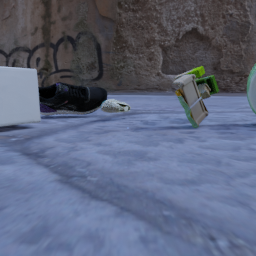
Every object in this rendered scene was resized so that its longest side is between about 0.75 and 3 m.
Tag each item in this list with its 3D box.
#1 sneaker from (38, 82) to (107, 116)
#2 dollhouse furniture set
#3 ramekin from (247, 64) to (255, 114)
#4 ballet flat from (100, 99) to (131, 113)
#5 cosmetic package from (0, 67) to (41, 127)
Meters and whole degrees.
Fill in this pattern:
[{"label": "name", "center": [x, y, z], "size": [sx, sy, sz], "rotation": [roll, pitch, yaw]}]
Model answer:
[{"label": "sneaker", "center": [-2.175, -1.155, 10.451], "size": [2.826, 1.070, 1.237], "rotation": [-9, -25, -4]}, {"label": "dollhouse furniture set", "center": [1.930, -1.030, 8.960], "size": [1.103, 1.428, 2.858], "rotation": [-15, 14, 37]}, {"label": "ramekin", "center": [4.534, -1.107, 7.881], "size": [2.347, 2.347, 1.147], "rotation": [5, 18, 30]}, {"label": "ballet flat", "center": [-0.359, -0.740, 9.800], "size": [0.504, 0.504, 1.404], "rotation": [6, 7, 33]}, {"label": "cosmetic package", "center": [-4.330, -0.826, 7.712], "size": [2.630, 1.622, 2.638], "rotation": [3, 7, 35]}]
